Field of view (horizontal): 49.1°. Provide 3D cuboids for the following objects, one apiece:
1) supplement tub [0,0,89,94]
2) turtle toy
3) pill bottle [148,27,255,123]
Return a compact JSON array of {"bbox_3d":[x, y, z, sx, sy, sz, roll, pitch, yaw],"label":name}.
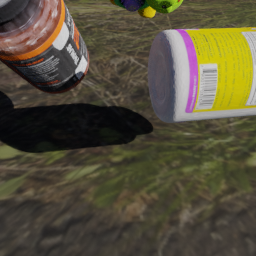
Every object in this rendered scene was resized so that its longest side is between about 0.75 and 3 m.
[{"bbox_3d":[-1.758,-1.755,5.143,1.583,2.960,1.583,-1,80,5],"label":"supplement tub"},{"bbox_3d":[0.312,-4.154,7.826,2.963,2.160,1.498,32,42,19],"label":"turtle toy"},{"bbox_3d":[1.962,-0.966,4.987,2.997,1.562,1.562,-5,43,-10],"label":"pill bottle"}]
